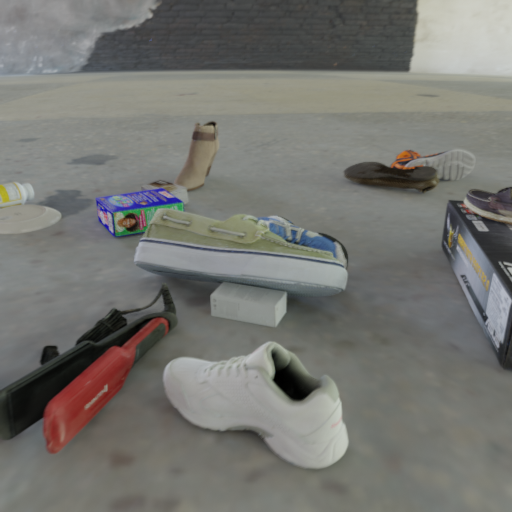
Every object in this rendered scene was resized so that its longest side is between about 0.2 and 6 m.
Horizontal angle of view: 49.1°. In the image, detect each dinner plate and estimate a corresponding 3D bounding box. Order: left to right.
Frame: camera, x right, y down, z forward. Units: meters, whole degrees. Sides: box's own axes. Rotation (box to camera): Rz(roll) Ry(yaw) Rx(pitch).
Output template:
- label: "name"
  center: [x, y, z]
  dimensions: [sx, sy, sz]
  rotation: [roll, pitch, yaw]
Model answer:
- label: "dinner plate"
  center: [-4.900, -0.806, 11.569]
  dimensions: [1.650, 0.200, 1.650]
  rotation: [-1, 24, 0]

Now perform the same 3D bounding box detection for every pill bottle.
- label: "pill bottle"
  center: [-5.427, -1.312, 12.292]
  dimensions: [0.540, 0.540, 0.963]
  rotation: [21, 30, 40]

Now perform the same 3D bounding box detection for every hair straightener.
- label: "hair straightener"
  center: [-1.932, 1.022, 6.602]
  dimensions: [1.241, 0.660, 3.224]
  rotation: [7, 24, 15]

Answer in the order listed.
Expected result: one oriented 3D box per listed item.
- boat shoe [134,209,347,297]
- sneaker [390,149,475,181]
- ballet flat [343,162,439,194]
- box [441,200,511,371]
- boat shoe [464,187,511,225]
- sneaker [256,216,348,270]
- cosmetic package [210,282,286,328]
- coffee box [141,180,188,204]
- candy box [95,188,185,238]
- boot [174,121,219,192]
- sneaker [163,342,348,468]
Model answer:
- label: "boat shoe"
  center: [-0.297, -0.113, 8.258]
  dimensions: [3.372, 1.046, 1.214]
  rotation: [8, -12, 21]
- label: "sneaker"
  center: [4.519, -2.463, 14.635]
  dimensions: [2.165, 0.840, 1.213]
  rotation: [-7, 25, -15]
- label: "ballet flat"
  center: [3.296, -1.902, 13.825]
  dimensions: [2.436, 0.565, 0.821]
  rotation: [9, 46, 34]
- label: "box"
  center: [4.643, 0.262, 7.998]
  dimensions: [3.153, 0.962, 3.982]
  rotation: [3, 23, 7]
- label: "boat shoe"
  center: [3.922, -0.783, 8.441]
  dimensions: [0.650, 0.585, 1.806]
  rotation: [-10, 25, -21]
- label: "sneaker"
  center: [0.545, -0.096, 8.879]
  dimensions: [0.807, 0.793, 2.094]
  rotation: [0, 17, -43]
- label: "cosmetic package"
  center: [-0.104, 0.671, 7.838]
  dimensions: [0.965, 0.344, 0.489]
  rotation: [8, 24, 20]
- label: "coffee box"
  center: [-2.052, -1.371, 12.544]
  dimensions: [0.552, 0.390, 0.977]
  rotation: [-27, 33, -37]
- label: "candy box"
  center: [-2.328, -0.892, 11.262]
  dimensions: [1.461, 0.563, 1.235]
  rotation: [-13, 25, -26]
- label: "boot"
  center: [-1.469, -2.539, 13.901]
  dimensions: [0.698, 1.453, 1.987]
  rotation: [14, 28, 9]
- label: "sneaker"
  center: [-0.038, 1.245, 5.601]
  dimensions: [2.067, 1.027, 0.805]
  rotation: [11, 25, 25]
